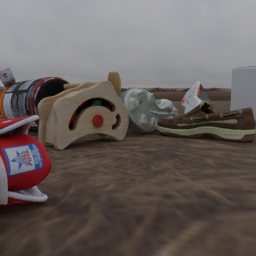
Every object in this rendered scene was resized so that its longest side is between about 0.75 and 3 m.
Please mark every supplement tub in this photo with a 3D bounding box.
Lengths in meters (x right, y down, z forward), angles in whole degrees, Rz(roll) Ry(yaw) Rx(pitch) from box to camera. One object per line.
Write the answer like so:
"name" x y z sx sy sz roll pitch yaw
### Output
"supplement tub" -2.430 -0.589 7.166 2.409 1.288 1.288 3 7 43

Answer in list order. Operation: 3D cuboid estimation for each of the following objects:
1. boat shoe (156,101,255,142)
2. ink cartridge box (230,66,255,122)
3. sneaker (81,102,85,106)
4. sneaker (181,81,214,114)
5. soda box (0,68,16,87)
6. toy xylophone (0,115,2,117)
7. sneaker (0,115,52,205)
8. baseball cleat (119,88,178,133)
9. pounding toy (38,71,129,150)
"boat shoe" 1.597 -0.195 5.978 2.111 0.781 0.780 4 8 32
"ink cartridge box" 5.199 -1.219 9.983 2.609 1.896 1.887 -5 8 -37
"sneaker" -1.312 -0.616 8.846 2.648 0.884 1.419 8 1 32
"sneaker" 2.308 -0.726 9.025 0.883 0.831 2.157 34 35 -11
"soda box" -3.084 -1.280 7.146 0.324 0.301 0.949 -28 11 -16
"toy xylophone" -5.684 -0.624 11.738 1.004 0.345 1.371 5 9 34
"sneaker" -1.106 0.309 1.705 1.188 0.753 2.113 -5 5 -12
"baseball cleat" 0.221 -0.343 7.256 1.594 1.044 2.994 -3 -6 28
"pounding toy" -0.848 -0.254 5.511 1.227 1.223 2.138 6 28 44
